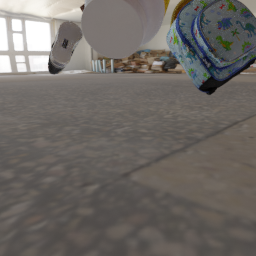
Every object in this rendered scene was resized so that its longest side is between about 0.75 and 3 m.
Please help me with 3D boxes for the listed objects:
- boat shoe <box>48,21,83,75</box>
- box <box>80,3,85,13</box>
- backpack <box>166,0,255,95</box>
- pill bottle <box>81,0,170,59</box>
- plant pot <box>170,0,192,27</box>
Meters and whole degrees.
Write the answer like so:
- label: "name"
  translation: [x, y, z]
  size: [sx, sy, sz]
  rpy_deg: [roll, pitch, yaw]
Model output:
- label: "boat shoe"
  translation: [-2.513, -3.131, 10.964]
  size: [0.972, 2.709, 0.918]
  rpy_deg: [25, -42, -24]
- label: "box"
  translation: [-0.671, -4.271, 10.762]
  size: [1.039, 1.388, 2.773]
  rpy_deg: [-41, 38, -6]
- label: "backpack"
  translation: [2.321, -2.424, 7.505]
  size: [2.074, 2.266, 1.666]
  rpy_deg: [-33, -10, -16]
- label: "pill bottle"
  translation: [0.041, -2.363, 5.169]
  size: [1.411, 1.411, 2.519]
  rpy_deg: [4, 44, 15]
- label: "plant pot"
  translation: [2.373, -3.269, 9.640]
  size: [1.939, 1.939, 1.824]
  rpy_deg: [1, -4, 4]
